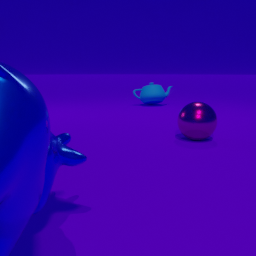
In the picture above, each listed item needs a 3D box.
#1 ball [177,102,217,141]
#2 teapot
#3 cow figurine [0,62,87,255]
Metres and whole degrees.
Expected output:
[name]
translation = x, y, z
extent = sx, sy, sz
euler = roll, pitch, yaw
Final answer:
[ball]
translation = 1.445, -0.143, 5.859
extent = 0.812, 0.812, 0.812
euler = 0, 12, 0
[teapot]
translation = 1.051, -1.440, 11.477
extent = 1.707, 0.836, 1.061
euler = -4, -6, -8
[cow figurine]
translation = -0.813, 0.171, 1.815
extent = 0.916, 1.670, 1.643
euler = 27, 41, -1
